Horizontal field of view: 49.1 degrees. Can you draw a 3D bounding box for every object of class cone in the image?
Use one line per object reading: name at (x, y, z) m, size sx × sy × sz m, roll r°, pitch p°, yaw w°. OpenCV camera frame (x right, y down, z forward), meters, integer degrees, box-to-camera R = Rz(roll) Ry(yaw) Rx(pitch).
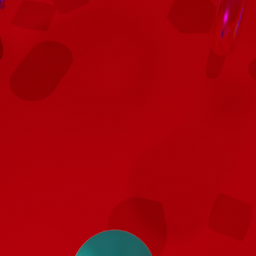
cone at (-0.150, 2.376, 4.243) m, size 1.531 × 1.536 × 1.531 m, roll 2°, pitch 71°, yaw -7°

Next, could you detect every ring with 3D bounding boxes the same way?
ring at (1.693, -2.027, 4.365) m, size 0.360 × 1.801 × 1.801 m, roll 17°, pitch 71°, yaw 18°

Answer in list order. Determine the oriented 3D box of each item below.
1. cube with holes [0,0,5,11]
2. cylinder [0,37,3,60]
cube with holes at (-3.565, -3.451, 6.787) m, size 0.895 × 0.895 × 0.895 m, roll 14°, pitch 93°, yaw 41°
cylinder at (-3.354, -1.500, 5.208) m, size 1.385 × 1.385 × 1.385 m, roll 27°, pitch 53°, yaw 9°
